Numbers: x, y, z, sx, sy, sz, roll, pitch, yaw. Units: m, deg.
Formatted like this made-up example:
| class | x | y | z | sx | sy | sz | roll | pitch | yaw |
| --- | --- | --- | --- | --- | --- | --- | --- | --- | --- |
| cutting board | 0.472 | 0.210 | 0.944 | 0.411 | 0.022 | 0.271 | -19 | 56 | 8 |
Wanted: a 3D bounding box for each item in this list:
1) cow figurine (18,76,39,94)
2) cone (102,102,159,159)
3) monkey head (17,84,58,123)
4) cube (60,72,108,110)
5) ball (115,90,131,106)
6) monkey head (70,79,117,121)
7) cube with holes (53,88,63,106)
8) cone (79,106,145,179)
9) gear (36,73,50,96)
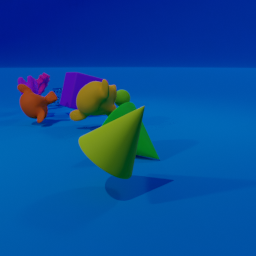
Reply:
| class | x | y | z | sx | sy | sz | roll | pitch | yaw |
| --- | --- | --- | --- | --- | --- | --- | --- | --- | --- |
| cow figurine | -3.539 | -1.152 | 10.209 | 0.737 | 1.321 | 1.343 | -12 | 3 | -10 |
| cone | 0.194 | 0.286 | 5.960 | 1.222 | 1.218 | 1.218 | 38 | 29 | 21 |
| monkey head | -2.893 | -0.832 | 9.045 | 1.081 | 1.503 | 0.906 | -36 | -13 | 5 |
| cube | -1.682 | -1.327 | 10.587 | 1.286 | 1.286 | 1.286 | 10 | 5 | -30 |
| ball | -0.257 | -1.257 | 11.855 | 0.728 | 0.728 | 0.728 | 0 | 14 | 0 |
| monkey head | -0.819 | -0.645 | 8.061 | 1.874 | 1.348 | 1.129 | -37 | -13 | 38 |
| cube with holes | -2.996 | -1.483 | 13.165 | 0.745 | 0.745 | 0.745 | 11 | 18 | 39 |
| cone | -0.051 | 0.063 | 4.210 | 0.992 | 0.996 | 0.992 | 35 | 13 | -9 |
| gear | -3.750 | -1.776 | 11.949 | 0.219 | 1.184 | 1.184 | 31 | 14 | -3 |
